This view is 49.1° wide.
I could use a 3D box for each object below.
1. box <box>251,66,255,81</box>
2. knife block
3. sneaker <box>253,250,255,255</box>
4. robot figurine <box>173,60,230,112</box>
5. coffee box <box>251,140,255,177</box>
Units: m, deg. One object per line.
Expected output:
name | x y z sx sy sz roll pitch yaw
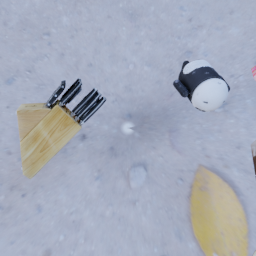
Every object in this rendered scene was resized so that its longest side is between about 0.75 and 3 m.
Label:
box | 3.160 -1.261 5.645 0.570 1.110 0.526 39 36 -13
knife block | -1.263 -0.011 5.520 1.656 0.604 1.887 -2 107 -11
sneaker | 2.371 2.146 3.706 1.677 0.784 0.590 30 94 50
robot figurine | 1.405 -0.827 5.377 0.875 0.727 1.164 -34 47 13
coffee box | 2.657 0.463 4.826 0.573 0.822 1.437 36 29 4
